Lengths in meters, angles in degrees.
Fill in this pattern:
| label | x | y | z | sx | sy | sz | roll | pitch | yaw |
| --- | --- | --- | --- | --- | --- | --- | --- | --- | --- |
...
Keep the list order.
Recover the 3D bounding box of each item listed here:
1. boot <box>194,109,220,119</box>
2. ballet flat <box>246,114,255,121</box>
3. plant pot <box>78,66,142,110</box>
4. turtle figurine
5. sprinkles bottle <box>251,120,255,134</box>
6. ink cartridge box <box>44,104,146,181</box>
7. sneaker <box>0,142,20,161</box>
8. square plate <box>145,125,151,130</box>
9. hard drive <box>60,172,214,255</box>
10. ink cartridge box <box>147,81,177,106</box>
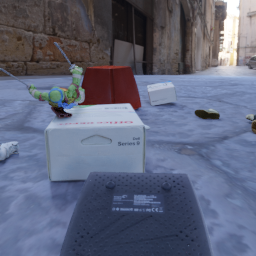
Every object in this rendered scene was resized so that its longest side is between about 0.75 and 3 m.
| label | x | y | z | sx | sy | sz | roll | pitch | yaw |
| --- | --- | --- | --- | --- | --- | --- | --- | --- | --- |
| boot | 3.601 | -0.679 | 12.765 | 1.102 | 0.397 | 0.853 | 9 | 16 | 13 |
| ballet flat | 5.854 | -0.471 | 11.579 | 1.911 | 0.543 | 0.635 | 1 | 14 | 5 |
| plant pot | -0.949 | -2.068 | 14.501 | 2.496 | 2.202 | 2.499 | 10 | 18 | 34 |
| turtle figurine | -1.738 | -1.121 | 6.929 | 1.814 | 1.305 | 1.758 | 41 | -3 | 3 |
| sprinkles bottle | 5.194 | -0.069 | 9.994 | 1.498 | 0.511 | 0.511 | -3 | 14 | -13 |
| ink cartridge box | -0.799 | 0.206 | 7.241 | 2.125 | 1.280 | 2.925 | -2 | 12 | -6 |
| sneaker | -3.222 | 0.590 | 7.552 | 0.578 | 0.378 | 1.005 | -10 | 13 | -26 |
| square plate | 0.082 | -0.065 | 10.739 | 1.151 | 0.164 | 1.140 | -9 | 17 | -33 |
| hard drive | 0.099 | 1.368 | 3.115 | 1.584 | 0.497 | 2.348 | 0 | 29 | 3 |
| ink cartridge box | 1.994 | -2.103 | 16.748 | 1.561 | 0.902 | 2.139 | -11 | 17 | 4 |
